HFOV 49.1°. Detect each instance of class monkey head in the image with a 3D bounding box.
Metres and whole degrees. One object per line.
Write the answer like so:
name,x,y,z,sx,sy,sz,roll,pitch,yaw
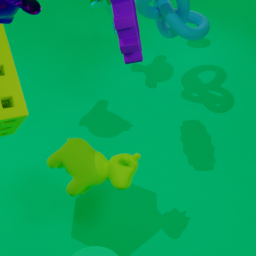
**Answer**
monkey head,-0.336,-3.439,7.966,1.317,1.103,1.831,-5,53,30
monkey head,-2.591,-2.774,5.405,1.882,1.134,1.354,29,62,-26

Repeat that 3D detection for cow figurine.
cow figurine,-0.531,0.591,4.752,1.300,0.725,1.321,-40,78,1

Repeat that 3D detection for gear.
gear,-0.025,-1.997,4.918,0.312,1.686,1.686,-8,50,7

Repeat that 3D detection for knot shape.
knot shape,0.993,-2.859,6.815,1.895,1.773,0.876,39,101,39

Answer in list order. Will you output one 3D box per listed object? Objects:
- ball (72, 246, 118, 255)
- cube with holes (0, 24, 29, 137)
ball,-0.334,1.538,2.742,0.703,0.703,0.703,0,51,0
cube with holes,-2.184,-0.478,3.662,1.211,1.211,1.211,-15,86,-32
